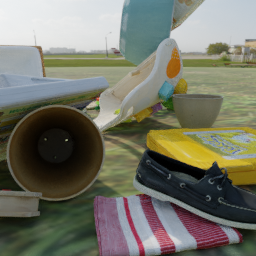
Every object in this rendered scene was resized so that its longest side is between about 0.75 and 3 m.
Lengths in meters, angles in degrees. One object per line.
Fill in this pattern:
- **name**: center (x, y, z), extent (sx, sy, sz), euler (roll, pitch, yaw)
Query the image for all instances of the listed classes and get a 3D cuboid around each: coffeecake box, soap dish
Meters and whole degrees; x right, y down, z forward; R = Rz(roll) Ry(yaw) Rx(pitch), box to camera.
- **coffeecake box**: center (1.886, -4.021, 8.918), extent (1.865, 0.681, 1.431), euler (-40, 5, 40)
- **soap dish**: center (-3.805, -1.056, 7.747), extent (2.995, 2.356, 1.216), euler (-8, -1, -27)

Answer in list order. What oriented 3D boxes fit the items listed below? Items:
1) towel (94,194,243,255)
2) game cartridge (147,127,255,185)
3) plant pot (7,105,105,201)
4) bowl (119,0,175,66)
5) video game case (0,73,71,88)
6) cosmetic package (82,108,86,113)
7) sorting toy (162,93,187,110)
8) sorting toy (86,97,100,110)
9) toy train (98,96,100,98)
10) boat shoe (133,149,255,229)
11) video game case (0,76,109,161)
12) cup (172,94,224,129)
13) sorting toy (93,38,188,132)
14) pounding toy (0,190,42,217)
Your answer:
- **towel**: center (0.392, 1.105, 3.432), extent (1.575, 0.179, 1.134), euler (-3, 16, -11)
- **game cartridge**: center (1.854, 0.420, 5.384), extent (2.582, 0.419, 2.276), euler (0, 14, -15)
- **plant pot**: center (-1.168, 0.340, 4.558), extent (1.332, 1.332, 1.429), euler (-5, 2, -17)
- **bowl**: center (0.549, -3.254, 9.232), extent (1.526, 2.917, 2.917), euler (6, 15, 1)
- **video game case**: center (-2.129, -0.139, 4.949), extent (2.293, 0.252, 2.090), euler (-36, -5, 19)
- **cosmetic package**: center (-2.579, -1.044, 9.765), extent (2.133, 1.122, 0.758), euler (3, 15, 6)
- **sorting toy**: center (1.024, -1.235, 10.810), extent (2.333, 1.402, 0.958), euler (4, -21, -13)
- **sorting toy**: center (-1.251, -1.032, 11.201), extent (1.671, 0.333, 2.261), euler (-12, 18, -39)
- **toy train**: center (-0.869, -1.648, 13.553), extent (2.210, 0.377, 0.506), euler (-10, 6, -31)
- **boat shoe**: center (0.955, 0.689, 3.572), extent (1.849, 0.613, 0.691), euler (15, 17, 29)
- **video game case**: center (-1.811, -0.031, 4.834), extent (2.351, 0.285, 2.582), euler (-36, -6, 32)
- **cup**: center (1.846, -0.395, 7.535), extent (1.332, 0.952, 1.332), euler (-1, 12, 0)
- **sorting toy**: center (0.089, -0.767, 7.748), extent (2.931, 1.566, 2.638), euler (-32, 5, 43)
- **pounding toy**: center (-1.624, 1.057, 3.456), extent (1.023, 0.587, 0.585), euler (6, -15, -14)
